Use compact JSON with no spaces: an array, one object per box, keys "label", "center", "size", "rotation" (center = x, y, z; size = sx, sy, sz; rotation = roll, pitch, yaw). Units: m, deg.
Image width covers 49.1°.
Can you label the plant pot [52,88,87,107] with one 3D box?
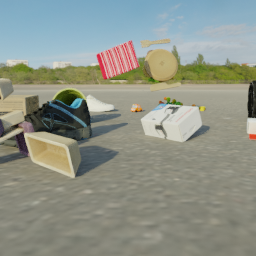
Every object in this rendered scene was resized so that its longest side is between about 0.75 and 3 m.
[{"label":"plant pot","center":[-2.002,-0.734,10.460],"size":[1.329,1.329,1.262],"rotation":[1,-2,7]}]

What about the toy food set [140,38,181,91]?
[{"label":"toy food set","center":[1.116,-2.201,9.877],"size":[1.283,1.859,0.373],"rotation":[-9,-8,-9]}]

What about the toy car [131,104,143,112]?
[{"label":"toy car","center":[0.289,-1.070,14.407],"size":[0.610,0.414,1.244],"rotation":[-3,11,-21]}]

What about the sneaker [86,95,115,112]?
[{"label":"sneaker","center":[-1.676,-1.266,14.304],"size":[2.010,0.851,0.732],"rotation":[3,8,7]}]

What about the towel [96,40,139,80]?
[{"label":"towel","center":[-0.327,-2.059,8.518],"size":[1.212,0.876,0.136],"rotation":[-17,-3,18]}]

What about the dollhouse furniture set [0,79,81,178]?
[{"label":"dollhouse furniture set","center":[-2.014,0.185,4.599],"size":[2.139,1.695,1.518],"rotation":[11,30,37]}]

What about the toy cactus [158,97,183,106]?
[{"label":"toy cactus","center":[1.788,-0.964,13.395],"size":[1.348,0.835,1.633],"rotation":[-27,24,-27]}]

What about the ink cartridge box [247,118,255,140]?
[{"label":"ink cartridge box","center":[4.369,0.053,7.800],"size":[1.935,0.421,1.680],"rotation":[4,9,21]}]

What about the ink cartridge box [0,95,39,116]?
[{"label":"ink cartridge box","center":[-5.031,-0.906,11.835],"size":[2.049,0.934,2.487],"rotation":[-2,10,-5]}]

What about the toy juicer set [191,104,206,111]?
[{"label":"toy juicer set","center":[3.549,-1.126,14.960],"size":[1.241,0.338,0.790],"rotation":[5,11,30]}]

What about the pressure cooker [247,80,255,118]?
[{"label":"pressure cooker","center":[5.354,-0.964,10.077],"size":[1.842,1.646,1.620],"rotation":[2,6,14]}]

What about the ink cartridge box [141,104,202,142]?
[{"label":"ink cartridge box","center":[1.191,-0.177,7.730],"size":[1.338,0.560,0.971],"rotation":[11,38,46]}]

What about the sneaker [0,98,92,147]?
[{"label":"sneaker","center":[-2.143,-0.170,7.033],"size":[2.695,1.104,0.987],"rotation":[-10,14,-43]}]
